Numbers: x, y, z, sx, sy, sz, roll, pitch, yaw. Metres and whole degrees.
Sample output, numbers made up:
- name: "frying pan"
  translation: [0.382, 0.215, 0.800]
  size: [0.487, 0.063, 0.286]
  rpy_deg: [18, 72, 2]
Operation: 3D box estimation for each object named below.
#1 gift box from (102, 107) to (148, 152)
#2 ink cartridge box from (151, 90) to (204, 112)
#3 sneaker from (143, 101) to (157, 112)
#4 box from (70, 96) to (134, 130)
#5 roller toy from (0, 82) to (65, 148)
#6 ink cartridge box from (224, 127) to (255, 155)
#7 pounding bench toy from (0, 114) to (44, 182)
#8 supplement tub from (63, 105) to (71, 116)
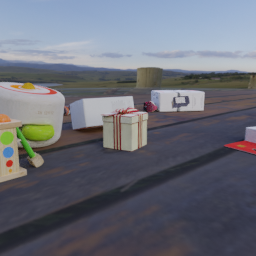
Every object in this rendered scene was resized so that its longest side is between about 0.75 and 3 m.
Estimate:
- name: "gift box"
  translation: [-0.167, -0.021, 8.094]
  size: [1.215, 1.134, 1.121]
  rpy_deg: [6, 12, 24]
- name: "ink cartridge box"
  translation: [2.916, -1.669, 16.891]
  size: [2.723, 1.148, 1.971]
  rpy_deg: [-2, 11, -9]
- name: "sneaker"
  translation: [1.375, -1.277, 16.254]
  size: [0.592, 0.639, 1.585]
  rpy_deg: [0, 10, -14]
- name: "box"
  translation: [-0.965, -0.576, 10.703]
  size: [2.102, 1.025, 1.308]
  rpy_deg: [-7, -1, -32]
- name: "roller toy"
  translation: [-3.076, -0.516, 8.355]
  size: [2.398, 1.676, 2.188]
  rpy_deg: [12, 13, 5]
- name: "ink cartridge box"
  translation: [4.153, 0.388, 7.681]
  size: [1.944, 0.493, 2.207]
  rpy_deg: [-5, 11, -29]
- name: "pounding bench toy"
  translation: [-2.610, 0.312, 5.863]
  size: [1.026, 1.288, 1.652]
  rpy_deg: [9, 14, 41]
- name: "supplement tub"
  translation: [-3.251, -0.920, 14.736]
  size: [0.483, 0.483, 0.904]
  rpy_deg: [4, 11, 20]
